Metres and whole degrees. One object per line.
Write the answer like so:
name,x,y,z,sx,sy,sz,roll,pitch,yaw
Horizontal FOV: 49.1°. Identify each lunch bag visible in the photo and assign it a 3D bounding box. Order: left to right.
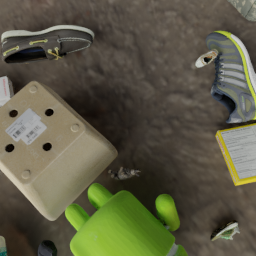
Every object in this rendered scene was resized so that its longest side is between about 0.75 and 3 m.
lunch bag,3.890,-4.736,8.095,1.745,2.101,2.505,-26,73,-9

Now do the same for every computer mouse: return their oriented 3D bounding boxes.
computer mouse,-1.466,2.594,5.320,0.285,1.673,0.490,15,84,-28

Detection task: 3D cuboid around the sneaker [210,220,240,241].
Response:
sneaker,2.302,2.489,6.549,0.779,0.300,0.345,-27,81,-7

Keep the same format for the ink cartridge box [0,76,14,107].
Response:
ink cartridge box,-3.667,-0.941,7.674,0.947,0.396,0.687,-15,71,-5

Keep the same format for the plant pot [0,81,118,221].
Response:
plant pot,-1.868,0.383,6.317,2.371,2.099,2.368,42,76,12

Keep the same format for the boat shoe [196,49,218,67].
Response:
boat shoe,2.086,-1.853,7.593,0.284,0.760,0.260,44,57,-6

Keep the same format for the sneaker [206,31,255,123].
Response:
sneaker,2.696,-1.395,7.538,1.138,1.038,2.811,-19,70,-3

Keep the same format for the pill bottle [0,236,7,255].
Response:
pill bottle,-3.011,3.451,5.706,1.208,1.208,2.180,-16,72,-6

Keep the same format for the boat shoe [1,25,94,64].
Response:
boat shoe,-2.252,-2.265,7.898,2.650,0.945,0.798,-4,74,6

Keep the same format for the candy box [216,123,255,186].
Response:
candy box,3.817,0.479,7.102,2.809,0.371,1.436,-11,59,-3

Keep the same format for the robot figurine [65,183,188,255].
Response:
robot figurine,0.014,2.508,5.767,2.932,1.696,2.572,44,65,14

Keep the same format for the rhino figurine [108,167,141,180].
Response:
rhino figurine,-0.035,0.965,5.988,0.761,0.333,0.227,-16,60,34
